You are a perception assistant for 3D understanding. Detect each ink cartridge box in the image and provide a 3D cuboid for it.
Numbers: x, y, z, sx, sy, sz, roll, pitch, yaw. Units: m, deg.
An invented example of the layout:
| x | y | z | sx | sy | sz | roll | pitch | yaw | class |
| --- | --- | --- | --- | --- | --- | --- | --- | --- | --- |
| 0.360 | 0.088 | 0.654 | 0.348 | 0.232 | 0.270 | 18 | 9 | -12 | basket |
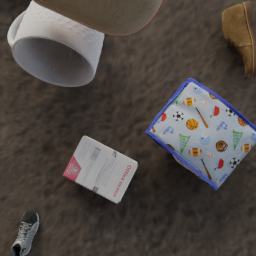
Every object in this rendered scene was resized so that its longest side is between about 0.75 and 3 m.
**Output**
| x | y | z | sx | sy | sz | roll | pitch | yaw | class |
| --- | --- | --- | --- | --- | --- | --- | --- | --- | --- |
| -0.711 | 1.098 | 7.533 | 1.633 | 0.676 | 1.196 | 27 | 88 | 1 | ink cartridge box |

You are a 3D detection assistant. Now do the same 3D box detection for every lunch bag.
| x | y | z | sx | sy | sz | roll | pitch | yaw | class |
| --- | --- | --- | --- | --- | --- | --- | --- | --- | --- |
| 1.835 | 0.095 | 7.248 | 2.250 | 1.393 | 1.913 | 38 | 89 | -6 | lunch bag |

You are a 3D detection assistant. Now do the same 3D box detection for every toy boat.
| x | y | z | sx | sy | sz | roll | pitch | yaw | class |
| --- | --- | --- | --- | --- | --- | --- | --- | --- | --- |
| -0.562 | -2.949 | 5.360 | 2.689 | 1.758 | 1.755 | 24 | 123 | -4 | toy boat |

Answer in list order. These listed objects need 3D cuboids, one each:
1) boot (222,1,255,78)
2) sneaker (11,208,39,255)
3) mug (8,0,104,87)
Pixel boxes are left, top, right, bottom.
| x | y | z | sx | sy | sz | roll | pitch | yaw | class |
| --- | --- | --- | --- | --- | --- | --- | --- | --- | --- |
| 3.100 | -2.361 | 7.763 | 0.811 | 0.791 | 2.150 | -9 | 81 | 16 | boot |
| -2.747 | 2.846 | 7.419 | 0.487 | 0.749 | 1.297 | 10 | 88 | 0 | sneaker |
| -1.871 | -2.544 | 7.127 | 2.661 | 1.964 | 2.333 | 2 | 66 | 19 | mug |
